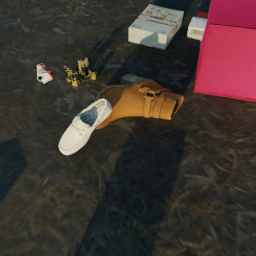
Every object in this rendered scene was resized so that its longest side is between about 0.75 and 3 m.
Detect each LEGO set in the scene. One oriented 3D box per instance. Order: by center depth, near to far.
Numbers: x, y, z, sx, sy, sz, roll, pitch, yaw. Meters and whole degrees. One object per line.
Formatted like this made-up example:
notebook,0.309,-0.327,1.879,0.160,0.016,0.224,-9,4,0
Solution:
LEGO set,-1.718,-2.078,10.170,1.126,0.652,0.866,-19,51,-16

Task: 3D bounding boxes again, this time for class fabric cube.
fabric cube,3.878,-2.803,9.472,2.659,2.711,2.702,11,51,9

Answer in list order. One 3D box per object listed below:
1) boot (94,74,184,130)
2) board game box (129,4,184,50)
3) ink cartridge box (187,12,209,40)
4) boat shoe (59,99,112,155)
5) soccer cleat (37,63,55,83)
boot,0.307,-0.586,8.673,2.166,1.070,2.790,25,43,20
board game box,1.260,-4.473,12.286,1.698,0.740,2.301,20,52,16
ink cartridge box,3.949,-4.744,12.616,2.030,0.599,2.536,15,51,14
boat shoe,-1.229,-0.096,7.579,0.671,0.657,1.896,39,84,11
soccer cleat,-2.097,-1.328,6.835,0.360,0.290,0.845,-44,46,-10
